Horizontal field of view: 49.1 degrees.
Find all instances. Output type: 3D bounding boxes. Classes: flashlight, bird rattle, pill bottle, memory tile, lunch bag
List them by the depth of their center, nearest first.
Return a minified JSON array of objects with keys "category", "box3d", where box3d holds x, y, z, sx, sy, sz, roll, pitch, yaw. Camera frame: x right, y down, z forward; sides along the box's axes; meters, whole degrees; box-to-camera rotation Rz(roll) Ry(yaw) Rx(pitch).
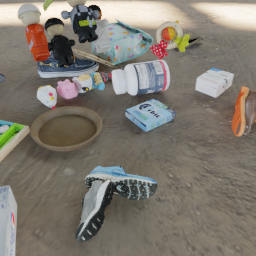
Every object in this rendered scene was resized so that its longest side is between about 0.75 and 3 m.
[{"category":"bird rattle","box3d":[1.582,-3.447,10.869,1.576,1.285,0.888,-8,23,21]},{"category":"pill bottle","box3d":[0.508,-2.078,11.776,2.212,1.323,1.323,-11,38,-13]},{"category":"flashlight","box3d":[-0.734,-2.455,12.924,1.504,0.511,0.509,-19,36,-21]},{"category":"memory tile","box3d":[-1.928,-3.536,13.824,2.289,0.192,1.755,27,11,36]},{"category":"lunch bag","box3d":[-0.330,-4.683,14.815,2.698,1.645,2.298,-28,45,-22]}]

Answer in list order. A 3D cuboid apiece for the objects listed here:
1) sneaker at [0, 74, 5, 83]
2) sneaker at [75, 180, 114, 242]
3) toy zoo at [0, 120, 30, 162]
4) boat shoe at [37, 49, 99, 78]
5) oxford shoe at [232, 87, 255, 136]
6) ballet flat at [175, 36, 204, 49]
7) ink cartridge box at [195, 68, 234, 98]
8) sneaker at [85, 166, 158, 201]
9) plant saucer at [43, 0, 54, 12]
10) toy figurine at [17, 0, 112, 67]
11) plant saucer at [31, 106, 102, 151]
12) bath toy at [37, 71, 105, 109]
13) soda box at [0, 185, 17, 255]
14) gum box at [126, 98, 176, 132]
[{"category":"sneaker","box3d":[-6.125,-1.756,12.067,1.777,0.661,0.778,-23,61,-18]},{"category":"sneaker","box3d":[-0.890,2.003,6.887,0.640,0.597,1.615,5,50,24]},{"category":"toy zoo","box3d":[-4.919,0.254,9.549,2.549,0.261,1.672,11,39,14]},{"category":"boat shoe","box3d":[-2.839,-3.187,13.222,2.881,1.308,1.019,-9,38,-12]},{"category":"oxford shoe","box3d":[4.456,-0.613,10.089,1.086,1.062,2.978,18,40,15]},{"category":"ballet flat","box3d":[3.565,-4.991,16.312,2.054,0.476,0.692,-17,40,-21]},{"category":"ink cartridge box","box3d":[3.777,-2.009,12.248,1.062,0.613,1.455,29,46,32]},{"category":"sneaker","box3d":[-0.145,1.354,7.706,1.962,0.769,0.883,9,34,10]},{"category":"plant saucer","box3d":[-2.845,-5.064,10.648,0.221,1.420,1.420,34,30,-23]},{"category":"toy figurine","box3d":[-2.036,-3.403,9.550,2.618,1.850,2.660,-17,0,17]},{"category":"plant saucer","box3d":[-2.119,0.022,9.787,2.435,0.359,2.435,0,36,0]},{"category":"bath toy","box3d":[-2.313,-1.539,11.400,2.673,1.163,0.988,-25,77,-28]},{"category":"soda box","box3d":[-2.954,2.456,6.173,0.761,0.819,2.400,-10,38,-13]},{"category":"gum box","box3d":[0.847,-0.520,10.524,1.451,0.323,1.233,-24,43,-29]}]
